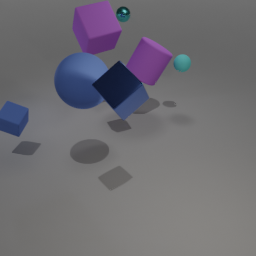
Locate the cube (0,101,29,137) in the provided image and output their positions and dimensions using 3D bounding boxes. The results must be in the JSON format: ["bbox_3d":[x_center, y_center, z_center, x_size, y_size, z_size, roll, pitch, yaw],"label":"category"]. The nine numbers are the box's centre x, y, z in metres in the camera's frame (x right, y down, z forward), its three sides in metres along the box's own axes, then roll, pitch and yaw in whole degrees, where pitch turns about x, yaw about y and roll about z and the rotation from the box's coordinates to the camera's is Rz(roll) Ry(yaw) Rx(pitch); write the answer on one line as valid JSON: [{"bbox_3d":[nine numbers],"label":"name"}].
[{"bbox_3d":[-3.557,-0.279,8.671,0.700,0.700,0.700,20,52,-6],"label":"cube"}]

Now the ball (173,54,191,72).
[{"bbox_3d":[2.194,-2.617,11.342,0.700,0.700,0.700,0,29,0],"label":"ball"}]

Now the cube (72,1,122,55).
[{"bbox_3d":[-1.275,-3.943,11.205,1.400,1.400,1.400,-22,-8,-20],"label":"cube"}]

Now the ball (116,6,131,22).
[{"bbox_3d":[-0.227,-5.366,13.235,0.700,0.700,0.700,0,29,0],"label":"ball"}]

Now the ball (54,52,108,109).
[{"bbox_3d":[-1.134,-1.174,7.036,1.400,1.400,1.400,0,29,0],"label":"ball"}]

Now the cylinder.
[{"bbox_3d":[0.825,-2.645,11.151,1.400,1.400,1.400,27,24,-13],"label":"cylinder"}]

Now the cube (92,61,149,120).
[{"bbox_3d":[-0.123,-0.697,5.351,0.700,0.700,0.700,-41,69,1],"label":"cube"}]
